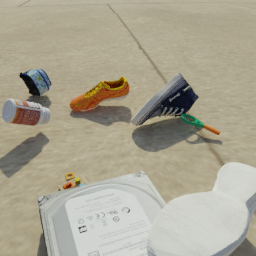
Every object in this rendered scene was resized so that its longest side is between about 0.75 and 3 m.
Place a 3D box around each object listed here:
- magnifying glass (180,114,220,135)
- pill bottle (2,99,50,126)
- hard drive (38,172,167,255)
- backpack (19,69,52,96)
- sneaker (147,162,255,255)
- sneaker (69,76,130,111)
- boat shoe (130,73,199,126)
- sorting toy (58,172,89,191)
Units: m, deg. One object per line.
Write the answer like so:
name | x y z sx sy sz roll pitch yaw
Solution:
magnifying glass | 1.882 -0.093 7.334 1.089 0.122 0.433 26 29 20
pill bottle | -2.548 -0.365 7.095 0.601 0.601 1.071 30 13 38
hard drive | -0.081 1.880 4.001 2.017 0.546 2.886 -10 36 -19
backpack | -2.904 -1.492 9.013 0.687 0.856 0.935 -38 31 -25
sneaker | 1.209 1.432 3.924 0.958 1.126 2.546 25 30 38
sneaker | -0.900 -1.082 8.510 1.918 0.740 0.700 -23 49 -8
boat shoe | 1.097 -0.571 7.762 1.004 0.808 2.165 46 68 0
sorting toy | -1.056 1.179 5.658 0.576 0.139 1.023 -21 38 -30
